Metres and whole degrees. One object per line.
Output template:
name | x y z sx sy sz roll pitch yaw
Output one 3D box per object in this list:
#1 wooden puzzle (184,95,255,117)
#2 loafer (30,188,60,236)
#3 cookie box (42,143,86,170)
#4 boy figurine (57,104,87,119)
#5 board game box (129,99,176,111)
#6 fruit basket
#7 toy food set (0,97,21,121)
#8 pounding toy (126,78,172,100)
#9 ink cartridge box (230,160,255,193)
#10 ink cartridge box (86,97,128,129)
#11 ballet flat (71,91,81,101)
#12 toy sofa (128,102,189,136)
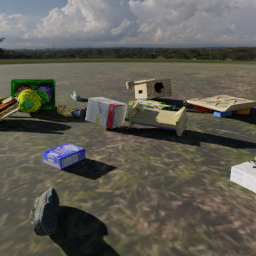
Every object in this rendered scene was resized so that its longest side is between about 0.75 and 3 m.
wooden puzzle | 4.671 -1.074 13.681 2.732 0.683 2.950 -9 14 -29
loafer | -1.592 1.602 5.219 0.460 0.525 1.461 -21 12 -3
cookie box | -1.809 0.785 7.945 0.796 0.350 0.930 13 21 36
boy figurine | -2.588 -0.786 12.906 1.588 0.512 0.987 13 24 30
board game box | 1.227 -1.188 14.660 1.196 0.268 2.284 -13 21 -42
fruit basket | -4.763 -1.582 13.877 2.442 1.761 2.442 0 -1 0
toy food set | -5.576 -0.898 12.117 1.856 0.540 2.689 -32 27 -14
pounding toy | 1.110 -2.108 15.730 2.556 1.169 2.245 -8 8 -22
ink cartridge box | 3.309 1.262 6.299 0.836 0.393 1.779 -11 20 -29
ink cartridge box | -0.867 -0.636 11.196 1.314 0.950 0.955 17 16 26
ballet flat | -3.149 -1.944 16.777 0.488 0.488 1.358 -7 19 -23
toy sofa | 1.152 -0.253 10.801 2.165 1.056 0.896 10 44 28
